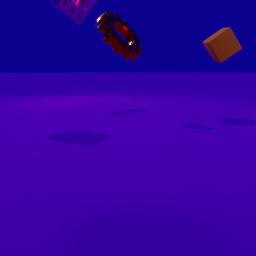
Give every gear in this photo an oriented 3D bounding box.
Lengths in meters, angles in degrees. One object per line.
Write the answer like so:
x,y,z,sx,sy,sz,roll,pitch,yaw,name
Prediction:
-0.271,-3.553,10.800,0.376,2.034,2.034,-35,-10,34,gear

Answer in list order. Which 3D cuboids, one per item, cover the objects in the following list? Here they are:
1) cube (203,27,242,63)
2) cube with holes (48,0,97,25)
2.947,-2.603,8.813,0.762,0.762,0.762,-34,14,12,cube
-1.515,-3.472,7.307,0.899,0.899,0.899,40,6,30,cube with holes
